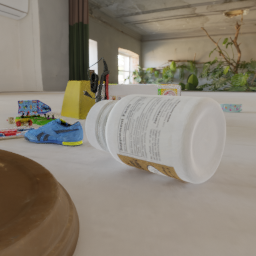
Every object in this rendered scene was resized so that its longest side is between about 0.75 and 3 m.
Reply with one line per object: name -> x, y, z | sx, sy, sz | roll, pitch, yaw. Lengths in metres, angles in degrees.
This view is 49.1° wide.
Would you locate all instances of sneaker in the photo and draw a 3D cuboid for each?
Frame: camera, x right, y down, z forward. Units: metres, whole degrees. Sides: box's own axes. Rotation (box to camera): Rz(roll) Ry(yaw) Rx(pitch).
sneaker -> -1.816, 0.055, 6.818 | 1.636, 0.641, 0.539 | 2, 12, 22

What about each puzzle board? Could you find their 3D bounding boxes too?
puzzle board -> -3.387, 0.132, 7.801 | 1.748, 0.152, 1.317 | -6, 11, -34

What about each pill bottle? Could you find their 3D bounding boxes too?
pill bottle -> 0.347, 0.072, 4.704 | 2.212, 1.265, 1.265 | 9, 13, 42

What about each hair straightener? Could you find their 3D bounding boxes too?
hair straightener -> -0.942, -1.141, 8.488 | 0.792, 2.058, 0.421 | 4, -3, -17

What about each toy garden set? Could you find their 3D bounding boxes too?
toy garden set -> -3.604, -0.367, 10.139 | 1.818, 0.363, 1.515 | 8, 12, 41

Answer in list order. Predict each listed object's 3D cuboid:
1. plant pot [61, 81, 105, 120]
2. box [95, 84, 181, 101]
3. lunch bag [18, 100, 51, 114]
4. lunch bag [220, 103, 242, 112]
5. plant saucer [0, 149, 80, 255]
plant pot -> -1.752, -1.263, 12.017 | 1.735, 1.530, 1.735 | -7, 12, -39
box -> 0.328, -0.808, 9.623 | 2.723, 1.380, 1.531 | 0, 10, 0
lunch bag -> -4.359, -0.950, 13.248 | 1.037, 0.648, 1.377 | -1, 0, 12
lunch bag -> 5.145, -1.009, 13.931 | 1.043, 0.402, 0.837 | 6, 8, 30
plant saucer -> -1.756, 0.674, 2.415 | 2.695, 0.397, 2.695 | 10, 14, -2
